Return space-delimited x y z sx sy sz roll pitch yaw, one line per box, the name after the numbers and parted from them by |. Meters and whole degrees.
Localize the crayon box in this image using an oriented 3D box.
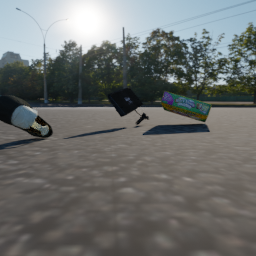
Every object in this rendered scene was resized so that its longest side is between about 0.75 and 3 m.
2.148 -0.759 10.411 1.706 0.497 1.472 18 -2 14 | crayon box

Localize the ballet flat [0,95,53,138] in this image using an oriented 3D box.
-2.035 -0.186 5.734 0.572 0.569 1.674 24 -9 20 | ballet flat

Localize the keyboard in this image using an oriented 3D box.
0.103 -0.722 9.836 0.240 1.483 2.334 -40 -1 23 | keyboard
